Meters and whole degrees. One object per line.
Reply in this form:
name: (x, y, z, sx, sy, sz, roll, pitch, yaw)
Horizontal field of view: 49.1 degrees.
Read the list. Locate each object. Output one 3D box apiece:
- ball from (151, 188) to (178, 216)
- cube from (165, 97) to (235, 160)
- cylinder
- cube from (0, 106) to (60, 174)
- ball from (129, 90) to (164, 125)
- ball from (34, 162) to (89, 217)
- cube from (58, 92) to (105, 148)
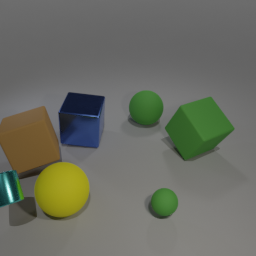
ball: (0.946, 1.909, 7.239, 0.700, 0.700, 0.700, 0, 31, 0)
cube: (2.365, 0.013, 9.469, 1.400, 1.400, 1.400, -18, 65, -27)
cylinder: (-2.750, 1.366, 6.224, 0.700, 0.700, 0.700, -18, -7, -2)
cube: (-3.048, 0.331, 8.758, 1.400, 1.400, 1.400, -19, 26, -8)
ball: (0.735, -0.824, 11.351, 1.400, 1.400, 1.400, 0, 31, 0)
ball: (-1.714, 1.598, 7.324, 1.400, 1.400, 1.400, 0, 31, 0)
cube: (-1.640, -0.308, 10.222, 1.400, 1.400, 1.400, 7, 37, 0)
